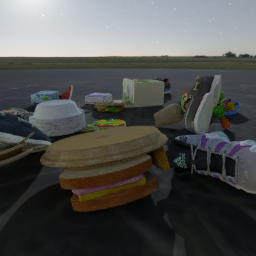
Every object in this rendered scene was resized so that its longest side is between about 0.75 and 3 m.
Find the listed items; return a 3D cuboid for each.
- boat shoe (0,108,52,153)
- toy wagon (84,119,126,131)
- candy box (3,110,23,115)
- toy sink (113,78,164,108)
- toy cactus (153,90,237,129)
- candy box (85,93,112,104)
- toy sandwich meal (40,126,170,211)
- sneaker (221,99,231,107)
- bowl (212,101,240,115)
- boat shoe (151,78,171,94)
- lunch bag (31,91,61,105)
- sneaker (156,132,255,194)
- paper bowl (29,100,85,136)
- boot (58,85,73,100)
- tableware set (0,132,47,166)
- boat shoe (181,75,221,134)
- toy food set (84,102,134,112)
[{"bbox_3d":[-2.460,0.088,5.851,1.071,0.885,2.861,-18,-10,11],"label":"boat shoe"},{"bbox_3d":[-0.756,-0.052,9.058,1.366,0.270,1.060,-1,15,-5],"label":"toy wagon"},{"bbox_3d":[-4.637,-0.586,11.171,0.793,0.219,0.458,-2,15,-7],"label":"candy box"},{"bbox_3d":[0.465,-1.749,13.582,2.187,1.225,1.426,-6,16,-20],"label":"toy sink"},{"bbox_3d":[2.114,-0.573,9.574,2.448,1.517,2.967,-21,22,-2],"label":"toy cactus"},{"bbox_3d":[-1.477,-1.485,14.166,0.985,0.420,1.174,5,16,18],"label":"candy box"},{"bbox_3d":[-0.384,0.628,5.461,2.741,0.939,2.741,-9,7,1],"label":"toy sandwich meal"},{"bbox_3d":[4.076,-0.962,11.945,0.470,0.507,1.258,-6,2,31],"label":"sneaker"},{"bbox_3d":[3.727,-0.910,12.054,2.033,0.399,2.033,0,15,0],"label":"bowl"},{"bbox_3d":[1.685,-2.504,16.836,1.018,1.020,2.819,9,17,30],"label":"boat shoe"},{"bbox_3d":[-4.057,-1.500,13.880,1.168,0.599,1.453,3,15,8],"label":"lunch bag"},{"bbox_3d":[1.397,0.656,5.353,1.702,0.946,2.433,-3,6,-7],"label":"sneaker"},{"bbox_3d":[-2.247,-0.381,8.913,1.720,0.895,1.720,-2,15,1],"label":"paper bowl"},{"bbox_3d":[-2.648,-1.488,11.826,0.570,0.791,0.286,13,-1,-15],"label":"boot"},{"bbox_3d":[-2.596,0.534,5.294,1.900,0.381,1.256,-16,8,31],"label":"tableware set"},{"bbox_3d":[1.819,-0.679,7.209,0.762,0.919,2.559,9,36,24],"label":"boat shoe"},{"bbox_3d":[-0.831,-0.914,12.292,1.398,0.407,2.026,-4,8,-43],"label":"toy food set"}]
